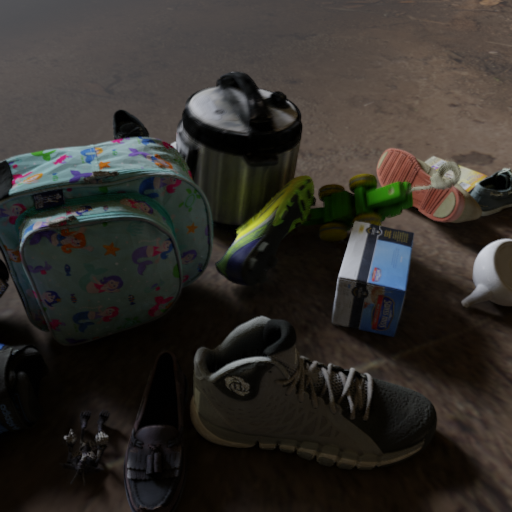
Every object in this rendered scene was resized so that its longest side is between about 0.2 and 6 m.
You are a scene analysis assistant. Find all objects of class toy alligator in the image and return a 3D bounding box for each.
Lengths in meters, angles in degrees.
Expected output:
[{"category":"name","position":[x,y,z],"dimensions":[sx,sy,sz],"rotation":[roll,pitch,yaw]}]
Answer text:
[{"category":"toy alligator","position":[2.283,-0.960,10.659],"dimensions":[3.480,0.944,1.032],"rotation":[-14,69,34]}]

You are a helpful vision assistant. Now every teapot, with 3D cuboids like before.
[{"category":"teapot","position":[4.265,0.348,9.759],"dimensions":[1.247,0.911,1.231],"rotation":[11,66,-14]}]

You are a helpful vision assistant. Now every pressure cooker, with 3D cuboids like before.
[{"category":"pressure cooker","position":[-0.329,-2.218,11.310],"dimensions":[2.456,2.793,2.495],"rotation":[25,42,18]}]

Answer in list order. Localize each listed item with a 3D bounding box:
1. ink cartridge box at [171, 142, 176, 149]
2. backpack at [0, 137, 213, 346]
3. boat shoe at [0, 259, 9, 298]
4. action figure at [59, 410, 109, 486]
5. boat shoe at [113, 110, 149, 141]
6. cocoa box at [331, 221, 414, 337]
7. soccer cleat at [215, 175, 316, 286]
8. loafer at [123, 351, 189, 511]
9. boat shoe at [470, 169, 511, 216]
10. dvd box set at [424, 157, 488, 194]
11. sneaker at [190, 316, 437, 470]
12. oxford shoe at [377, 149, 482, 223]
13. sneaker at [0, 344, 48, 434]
[{"category":"ink cartridge box","position":[-1.950,-2.516,13.887],"dimensions":[0.744,0.220,0.929],"rotation":[20,41,25]},{"category":"backpack","position":[-2.290,-0.315,8.948],"dimensions":[3.243,2.879,2.441],"rotation":[-18,44,-20]},{"category":"boat shoe","position":[-5.029,1.144,8.792],"dimensions":[2.847,1.320,1.063],"rotation":[-45,98,-18]},{"category":"action figure","position":[-2.236,2.472,7.365],"dimensions":[0.580,0.498,0.976],"rotation":[7,36,-8]},{"category":"boat shoe","position":[-3.110,-2.983,13.905],"dimensions":[0.883,0.783,2.363],"rotation":[-20,41,-4]},{"category":"cocoa box","position":[2.003,0.360,9.517],"dimensions":[1.076,1.094,1.640],"rotation":[12,40,12]},{"category":"soccer cleat","position":[0.188,-0.589,10.379],"dimensions":[1.111,0.859,2.656],"rotation":[12,56,38]},{"category":"loafer","position":[-1.317,2.271,7.412],"dimensions":[0.826,0.724,2.298],"rotation":[-1,38,-1]},{"category":"boat shoe","position":[5.477,-1.522,12.250],"dimensions":[2.173,0.671,0.791],"rotation":[-23,44,-26]},{"category":"dvd box set","position":[4.482,-1.839,13.029],"dimensions":[1.418,0.208,1.037],"rotation":[29,47,32]},{"category":"sneaker","position":[0.752,1.675,7.185],"dimensions":[3.358,1.939,1.260],"rotation":[1,39,2]},{"category":"oxford shoe","position":[3.668,-1.465,12.195],"dimensions":[1.050,1.006,2.844],"rotation":[9,30,-32]},{"category":"sneaker","position":[-3.690,2.161,7.282],"dimensions":[1.527,1.053,2.745],"rotation":[-5,31,8]}]
